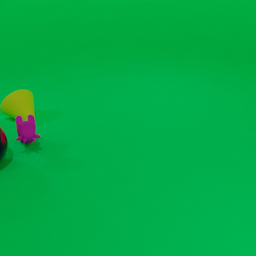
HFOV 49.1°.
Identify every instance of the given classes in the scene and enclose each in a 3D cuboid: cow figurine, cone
[{"bbox_3d":[-2.610,0.135,7.243,0.588,1.071,1.054,-7,52,-23],"label":"cow figurine"},{"bbox_3d":[-3.145,-0.422,8.636,1.081,1.081,1.085,-26,65,-39],"label":"cone"}]

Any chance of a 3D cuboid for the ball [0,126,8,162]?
[{"bbox_3d":[-3.436,0.385,6.391,1.275,1.275,1.275,0,29,0],"label":"ball"}]
